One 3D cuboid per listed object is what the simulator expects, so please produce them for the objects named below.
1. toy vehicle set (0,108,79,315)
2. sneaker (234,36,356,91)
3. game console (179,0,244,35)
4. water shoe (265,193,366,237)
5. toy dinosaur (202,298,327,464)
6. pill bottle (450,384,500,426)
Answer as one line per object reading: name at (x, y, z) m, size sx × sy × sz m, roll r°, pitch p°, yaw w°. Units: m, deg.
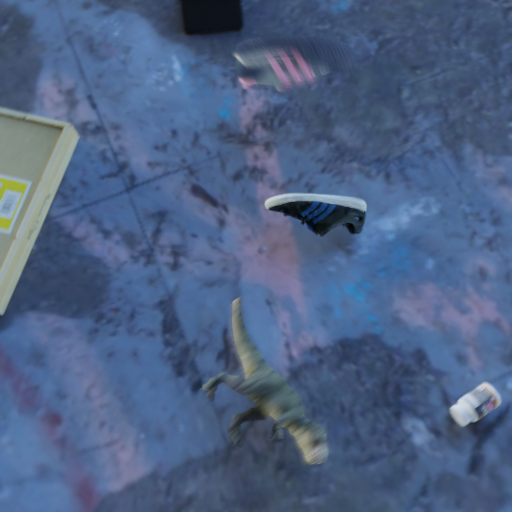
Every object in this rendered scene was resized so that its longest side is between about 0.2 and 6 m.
toy vehicle set at (-5.171, -1.015, 10.484) m, size 2.377 × 0.507 × 3.826 m, roll 14°, pitch 70°, yaw 5°
sneaker at (0.751, -3.671, 10.886) m, size 2.289 × 0.939 × 0.803 m, roll 4°, pitch 53°, yaw 4°
game console at (-0.992, -5.497, 12.345) m, size 1.333 × 0.776 × 1.172 m, roll -6°, pitch 40°, yaw -3°
water shoe at (1.095, -0.727, 10.166) m, size 1.886 × 0.674 × 0.744 m, roll 2°, pitch 89°, yaw -7°
toy dinosaur at (-0.052, 2.240, 9.133) m, size 1.307 × 0.704 × 2.966 m, roll -31°, pitch 69°, yaw -8°
pill bottle at (3.616, 2.470, 9.254) m, size 0.730 × 0.425 × 0.425 m, roll -30°, pitch 73°, yaw -9°
